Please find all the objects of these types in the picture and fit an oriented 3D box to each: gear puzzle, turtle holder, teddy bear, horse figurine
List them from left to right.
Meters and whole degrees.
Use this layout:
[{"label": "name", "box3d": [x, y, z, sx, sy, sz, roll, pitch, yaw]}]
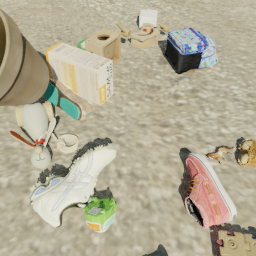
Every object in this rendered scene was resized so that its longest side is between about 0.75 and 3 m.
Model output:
[{"label": "turtle holder", "box3d": [-0.730, 2.299, 7.556, 0.798, 0.745, 1.050, -5, 17, 5]}, {"label": "horse figurine", "box3d": [3.114, 0.870, 9.268, 0.880, 0.220, 0.583, -38, 51, -22]}, {"label": "gear puzzle", "box3d": [2.848, 3.810, 6.453, 1.411, 0.357, 2.725, 6, 50, 3]}, {"label": "teddy bear", "box3d": [4.670, 0.997, 8.937, 2.227, 0.744, 1.615, -2, 39, 9]}]

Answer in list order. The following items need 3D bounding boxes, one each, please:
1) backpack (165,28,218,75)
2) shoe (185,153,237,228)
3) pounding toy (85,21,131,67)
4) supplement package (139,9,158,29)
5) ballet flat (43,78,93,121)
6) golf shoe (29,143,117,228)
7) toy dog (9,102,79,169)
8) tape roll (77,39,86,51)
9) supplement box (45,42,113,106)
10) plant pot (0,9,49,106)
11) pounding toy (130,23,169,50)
[{"label": "backpack", "box3d": [2.999, -3.584, 12.671, 2.193, 1.475, 2.002, -10, 47, -11]}, {"label": "shoe", "box3d": [2.033, 1.716, 8.061, 1.037, 0.814, 2.279, -13, 51, -17]}, {"label": "pounding toy", "box3d": [-0.894, -3.940, 12.601, 1.050, 2.015, 2.294, 25, 51, 22]}, {"label": "supplement package", "box3d": [1.124, -5.968, 15.431, 0.940, 0.723, 0.983, 5, 47, 5]}, {"label": "ballet flat", "box3d": [-2.404, -1.164, 10.897, 2.806, 0.955, 0.944, 40, 37, 26]}, {"label": "golf shoe", "box3d": [-1.305, 1.648, 8.177, 2.934, 1.149, 1.427, -35, 73, -22]}, {"label": "toy dog", "box3d": [-3.069, -0.139, 9.445, 1.867, 1.364, 2.831, -31, 54, -26]}, {"label": "tape roll", "box3d": [-1.835, -3.976, 13.827, 1.303, 0.313, 1.303, 0, 47, 0]}, {"label": "supplement box", "box3d": [-1.908, -2.195, 11.212, 2.617, 1.649, 0.962, 25, 50, 21]}, {"label": "plant pot", "box3d": [-3.536, -1.689, 7.807, 2.739, 2.377, 2.739, -3, 81, 21]}, {"label": "pounding toy", "box3d": [0.979, -4.942, 14.120, 2.107, 1.209, 1.205, -32, 59, -27]}]
